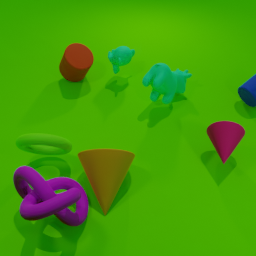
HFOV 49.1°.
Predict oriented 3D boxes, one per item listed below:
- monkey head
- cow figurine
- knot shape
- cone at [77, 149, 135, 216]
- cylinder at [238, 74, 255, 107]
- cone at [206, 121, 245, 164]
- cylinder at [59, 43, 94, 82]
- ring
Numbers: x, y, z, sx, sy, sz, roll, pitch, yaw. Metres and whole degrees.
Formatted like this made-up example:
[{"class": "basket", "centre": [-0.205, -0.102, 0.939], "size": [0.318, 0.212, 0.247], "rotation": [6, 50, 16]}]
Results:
[{"class": "monkey head", "centre": [-0.225, -2.327, 9.634], "size": [0.774, 0.924, 1.285], "rotation": [6, 30, 25]}, {"class": "cow figurine", "centre": [1.263, -1.546, 8.819], "size": [0.911, 1.660, 1.633], "rotation": [16, 66, 37]}, {"class": "knot shape", "centre": [-1.561, 1.433, 5.714], "size": [1.804, 1.688, 0.834], "rotation": [24, 83, -13]}, {"class": "cone", "centre": [-0.518, 1.322, 6.561], "size": [1.389, 1.389, 1.394], "rotation": [0, 72, 0]}, {"class": "cylinder", "centre": [4.027, -1.200, 8.800], "size": [0.788, 0.788, 0.788], "rotation": [-38, 53, -4]}, {"class": "cone", "centre": [2.410, 0.484, 6.985], "size": [0.953, 0.953, 0.957], "rotation": [10, 56, 10]}, {"class": "cylinder", "centre": [-1.773, -2.216, 9.555], "size": [0.984, 0.984, 0.984], "rotation": [8, 70, -23]}, {"class": "ring", "centre": [-2.039, 0.419, 6.860], "size": [1.339, 1.339, 0.268], "rotation": [2, 72, 1]}]
